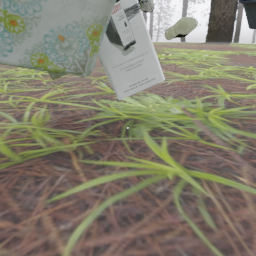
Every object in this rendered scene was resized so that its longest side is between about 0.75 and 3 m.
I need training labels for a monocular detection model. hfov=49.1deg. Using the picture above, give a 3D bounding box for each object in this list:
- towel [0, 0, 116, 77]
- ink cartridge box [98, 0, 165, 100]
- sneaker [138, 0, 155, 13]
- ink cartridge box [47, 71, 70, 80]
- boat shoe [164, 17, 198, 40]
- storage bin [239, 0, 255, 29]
[{"bbox_3d":[-1.593,-2.074,4.433,2.811,2.406,0.677,4,46,-26],"label":"towel"},{"bbox_3d":[-0.381,-2.409,6.508,1.193,2.879,2.113,-24,27,1],"label":"ink cartridge box"},{"bbox_3d":[0.341,-4.697,9.720,1.872,0.721,0.797,39,14,-37],"label":"sneaker"},{"bbox_3d":[-1.897,-2.020,6.607,0.627,1.498,1.086,-24,69,-6],"label":"ink cartridge box"},{"bbox_3d":[1.606,-2.875,8.096,0.420,0.473,1.265,-22,3,-31],"label":"boat shoe"},{"bbox_3d":[3.885,-3.233,7.423,1.669,1.121,1.215,15,61,41],"label":"storage bin"}]
